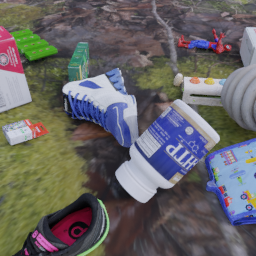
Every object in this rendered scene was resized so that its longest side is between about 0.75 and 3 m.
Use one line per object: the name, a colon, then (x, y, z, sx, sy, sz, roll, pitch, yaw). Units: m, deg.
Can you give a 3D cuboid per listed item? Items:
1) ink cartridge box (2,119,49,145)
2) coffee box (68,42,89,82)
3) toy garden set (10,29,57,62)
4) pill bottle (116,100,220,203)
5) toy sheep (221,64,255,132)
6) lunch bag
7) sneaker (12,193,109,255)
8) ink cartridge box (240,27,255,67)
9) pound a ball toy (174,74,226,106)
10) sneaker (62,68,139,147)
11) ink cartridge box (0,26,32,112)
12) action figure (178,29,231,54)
ink cartridge box: (-2.479, 0.043, 6.830, 0.963, 0.243, 0.525, -20, 47, -34)
coffee box: (-1.460, -1.797, 8.516, 0.360, 1.008, 1.639, 4, 39, 0)
toy garden set: (-3.970, -2.803, 10.126, 1.940, 0.464, 2.327, -27, 48, -30)
pill bottle: (0.660, 0.458, 5.100, 1.778, 1.064, 1.064, -47, 48, 8)
toy sheep: (3.105, -0.654, 6.387, 1.704, 1.704, 2.471, -16, 23, -17)
lunch bag: (2.568, 0.975, 5.447, 2.073, 0.975, 1.561, -10, 43, 2)
sneaker: (-1.348, 1.892, 4.113, 1.005, 1.097, 2.619, 25, 47, 27)
ink cartridge box: (5.143, -2.538, 9.349, 2.404, 0.998, 1.762, 7, 41, 8)
pound a ball toy: (2.164, -1.240, 8.079, 1.637, 0.695, 1.067, 6, 41, 6)
sneaker: (-0.761, -0.478, 6.986, 1.676, 1.172, 2.902, -12, 35, -8)
ink cartridge box: (-4.093, -1.219, 7.077, 2.668, 1.937, 1.112, -25, 48, -26)
action figure: (2.901, -3.320, 10.372, 1.927, 0.954, 0.629, 17, 44, 16)
